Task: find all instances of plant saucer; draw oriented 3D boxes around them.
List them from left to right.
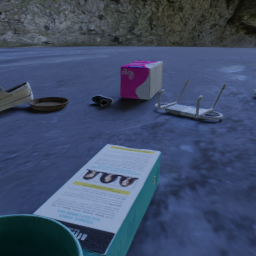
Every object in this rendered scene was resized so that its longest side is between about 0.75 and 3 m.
[{"bbox_3d":[-2.711,-0.844,9.671,1.347,0.198,1.347,-1,19,0],"label":"plant saucer"}]

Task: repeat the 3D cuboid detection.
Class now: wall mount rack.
[{"bbox_3d":[2.068,-0.957,8.996,2.297,0.857,1.996,15,24,35],"label":"wall mount rack"}]

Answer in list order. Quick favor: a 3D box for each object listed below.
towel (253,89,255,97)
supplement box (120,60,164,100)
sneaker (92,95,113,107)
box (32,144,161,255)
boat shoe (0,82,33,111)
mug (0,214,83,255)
[{"bbox_3d":[6.219,-1.104,10.228,2.733,0.325,2.007,2,20,6],"label":"towel"},{"bbox_3d":[0.627,-2.050,11.560,1.223,1.249,2.417,7,22,16],"label":"supplement box"},{"bbox_3d":[-0.983,-0.952,9.809,0.798,0.303,0.576,7,18,16],"label":"sneaker"},{"bbox_3d":[-0.292,0.982,3.818,1.008,0.602,2.449,6,20,18],"label":"box"},{"bbox_3d":[-4.101,-0.979,9.071,2.129,0.700,0.766,-25,29,-37],"label":"boat shoe"},{"bbox_3d":[-1.059,1.440,1.980,1.556,0.962,1.279,-11,23,-27],"label":"mug"}]
